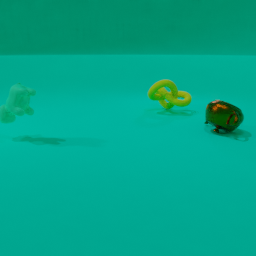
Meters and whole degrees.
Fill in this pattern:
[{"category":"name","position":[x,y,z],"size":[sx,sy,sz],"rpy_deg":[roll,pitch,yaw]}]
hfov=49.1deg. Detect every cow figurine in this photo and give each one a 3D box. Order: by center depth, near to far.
[{"category":"cow figurine","position":[-3.091,-0.662,7.548],"size":[1.176,1.195,0.656],"rpy_deg":[18,13,24]}]

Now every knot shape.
[{"category":"knot shape","position":[1.480,-1.316,10.857],"size":[1.720,0.795,1.609],"rpy_deg":[13,-8,45]}]

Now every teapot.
[{"category":"teapot","position":[2.800,-0.287,8.423],"size":[1.133,0.892,1.822],"rpy_deg":[25,1,-11]}]
